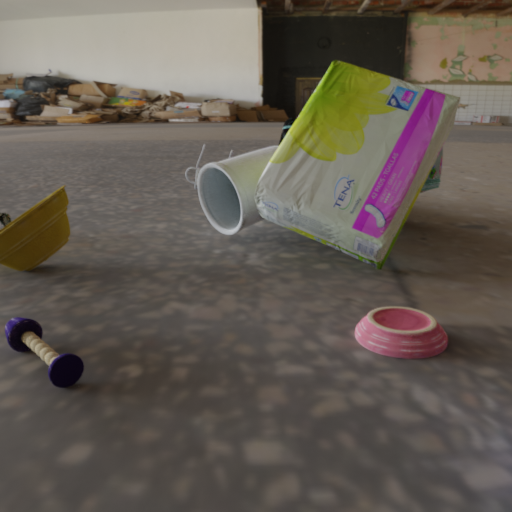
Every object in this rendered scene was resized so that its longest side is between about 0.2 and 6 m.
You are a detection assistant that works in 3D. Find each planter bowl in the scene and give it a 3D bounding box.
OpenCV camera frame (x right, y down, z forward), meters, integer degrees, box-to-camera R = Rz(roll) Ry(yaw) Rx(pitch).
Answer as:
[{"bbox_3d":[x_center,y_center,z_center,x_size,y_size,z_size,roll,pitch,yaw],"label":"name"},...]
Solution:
[{"bbox_3d":[-3.775,-0.310,9.471,1.942,0.809,1.942,-31,19,12],"label":"planter bowl"}]

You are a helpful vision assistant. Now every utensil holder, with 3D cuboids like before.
[{"bbox_3d":[-0.097,-1.399,11.534,1.734,1.474,1.474,-25,29,-35],"label":"utensil holder"}]

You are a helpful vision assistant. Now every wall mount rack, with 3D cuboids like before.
[{"bbox_3d":[-1.166,-2.312,15.138,1.402,1.218,0.523,15,23,13],"label":"wall mount rack"}]

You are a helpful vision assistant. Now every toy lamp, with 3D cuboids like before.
[{"bbox_3d":[-2.453,1.031,6.312,0.425,0.425,1.459,-14,21,-39],"label":"toy lamp"}]

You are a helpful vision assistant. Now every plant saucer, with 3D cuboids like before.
[{"bbox_3d":[1.794,0.905,6.936,1.116,0.283,1.116,0,18,0],"label":"plant saucer"}]

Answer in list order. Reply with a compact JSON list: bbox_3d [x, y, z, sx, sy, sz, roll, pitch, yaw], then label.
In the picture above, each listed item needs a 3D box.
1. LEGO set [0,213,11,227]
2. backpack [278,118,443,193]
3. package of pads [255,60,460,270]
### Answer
[{"bbox_3d":[-5.974,-0.591,10.981,1.796,0.784,2.766,3,17,10],"label":"LEGO set"},{"bbox_3d":[2.452,-1.975,12.395,3.257,2.496,2.863,-1,7,29],"label":"backpack"},{"bbox_3d":[1.740,-1.745,9.984,2.556,3.308,1.128,24,-18,19],"label":"package of pads"}]
